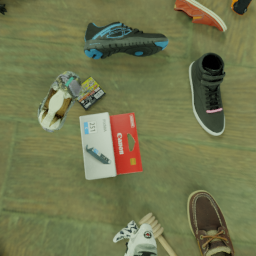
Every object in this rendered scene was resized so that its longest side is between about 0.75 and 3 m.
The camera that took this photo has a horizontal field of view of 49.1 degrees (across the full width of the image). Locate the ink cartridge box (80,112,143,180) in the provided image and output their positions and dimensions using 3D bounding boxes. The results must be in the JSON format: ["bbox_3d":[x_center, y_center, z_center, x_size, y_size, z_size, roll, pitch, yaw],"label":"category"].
[{"bbox_3d":[-0.501,0.474,8.290,1.657,0.420,1.880,-8,78,-1],"label":"ink cartridge box"}]

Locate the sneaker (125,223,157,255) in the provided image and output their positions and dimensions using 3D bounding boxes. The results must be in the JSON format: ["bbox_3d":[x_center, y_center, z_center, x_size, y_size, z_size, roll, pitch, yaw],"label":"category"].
[{"bbox_3d":[0.270,2.756,6.354,0.641,1.731,0.766,12,44,-10],"label":"sneaker"}]

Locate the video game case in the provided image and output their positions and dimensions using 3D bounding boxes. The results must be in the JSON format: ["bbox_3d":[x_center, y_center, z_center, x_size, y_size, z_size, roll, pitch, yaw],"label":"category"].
[{"bbox_3d":[-1.246,-1.090,8.793,0.841,0.107,0.760,-41,81,-7],"label":"video game case"}]

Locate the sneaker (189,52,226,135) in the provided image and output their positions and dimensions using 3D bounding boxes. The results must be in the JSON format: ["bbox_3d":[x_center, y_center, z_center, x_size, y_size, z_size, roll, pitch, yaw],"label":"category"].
[{"bbox_3d":[2.415,-1.052,8.210,0.878,1.231,2.482,-10,79,-4],"label":"sneaker"}]

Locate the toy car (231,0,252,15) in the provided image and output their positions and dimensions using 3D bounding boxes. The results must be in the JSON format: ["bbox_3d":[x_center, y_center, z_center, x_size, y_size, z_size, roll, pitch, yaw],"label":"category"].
[{"bbox_3d":[4.289,-4.251,9.421,1.837,0.901,0.611,0,32,-17],"label":"toy car"}]

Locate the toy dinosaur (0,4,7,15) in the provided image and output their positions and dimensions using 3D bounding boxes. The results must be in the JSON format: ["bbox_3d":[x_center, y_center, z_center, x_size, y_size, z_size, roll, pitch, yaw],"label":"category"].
[{"bbox_3d":[-4.309,-4.685,9.309,2.141,1.094,1.453,-6,62,17],"label":"toy dinosaur"}]

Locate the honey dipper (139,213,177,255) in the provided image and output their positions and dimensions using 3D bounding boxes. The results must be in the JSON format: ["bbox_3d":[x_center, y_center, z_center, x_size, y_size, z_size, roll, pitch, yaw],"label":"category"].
[{"bbox_3d":[1.245,3.446,7.635,0.472,0.472,2.486,-38,82,-8],"label":"honey dipper"}]

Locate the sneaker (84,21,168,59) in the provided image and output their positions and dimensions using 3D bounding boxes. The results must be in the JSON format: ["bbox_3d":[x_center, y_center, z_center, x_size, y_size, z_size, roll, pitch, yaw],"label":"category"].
[{"bbox_3d":[-0.071,-2.854,8.740,2.649,0.970,1.085,-1,78,0],"label":"sneaker"}]

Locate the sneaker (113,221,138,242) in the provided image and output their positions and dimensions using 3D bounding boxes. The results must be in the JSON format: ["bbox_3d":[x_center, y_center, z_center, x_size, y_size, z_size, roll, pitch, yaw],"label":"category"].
[{"bbox_3d":[0.007,3.017,7.776,0.776,0.310,0.505,-37,71,-18],"label":"sneaker"}]

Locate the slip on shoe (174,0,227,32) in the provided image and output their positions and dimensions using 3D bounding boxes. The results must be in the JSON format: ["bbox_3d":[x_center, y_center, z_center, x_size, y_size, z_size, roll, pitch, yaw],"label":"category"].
[{"bbox_3d":[2.350,-3.653,9.143,1.915,0.709,0.586,33,109,4],"label":"slip on shoe"}]

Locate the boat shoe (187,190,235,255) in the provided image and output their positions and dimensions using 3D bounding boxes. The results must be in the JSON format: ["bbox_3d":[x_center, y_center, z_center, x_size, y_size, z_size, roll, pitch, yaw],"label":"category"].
[{"bbox_3d":[2.335,3.069,7.399,1.024,1.022,2.838,-10,78,-2],"label":"boat shoe"}]

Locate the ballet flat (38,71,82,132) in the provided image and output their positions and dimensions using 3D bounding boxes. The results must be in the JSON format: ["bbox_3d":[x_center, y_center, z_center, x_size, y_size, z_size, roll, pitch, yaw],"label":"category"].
[{"bbox_3d":[-1.725,-0.430,6.482,0.737,2.048,0.737,20,44,-21],"label":"ballet flat"}]
